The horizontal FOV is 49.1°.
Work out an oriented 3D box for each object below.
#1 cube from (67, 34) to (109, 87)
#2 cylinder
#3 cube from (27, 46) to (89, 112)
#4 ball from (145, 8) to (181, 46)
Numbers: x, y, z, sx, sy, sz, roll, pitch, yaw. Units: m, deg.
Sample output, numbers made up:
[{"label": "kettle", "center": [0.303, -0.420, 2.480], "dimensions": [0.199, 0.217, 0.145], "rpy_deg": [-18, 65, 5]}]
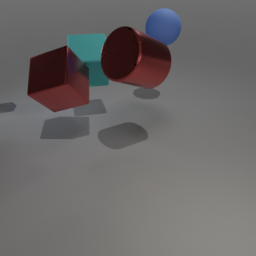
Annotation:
[{"label": "cube", "center": [-1.481, -2.511, 10.514], "dimensions": [1.400, 1.400, 1.400], "rpy_deg": [-7, 59, -13]}, {"label": "cylinder", "center": [0.224, -1.840, 7.555], "dimensions": [1.400, 1.400, 1.400], "rpy_deg": [27, 15, 38]}, {"label": "cube", "center": [-2.181, -1.514, 8.998], "dimensions": [1.400, 1.400, 1.400], "rpy_deg": [-12, 66, 18]}, {"label": "ball", "center": [1.385, -3.949, 11.029], "dimensions": [1.400, 1.400, 1.400], "rpy_deg": [0, 30, 0]}]
